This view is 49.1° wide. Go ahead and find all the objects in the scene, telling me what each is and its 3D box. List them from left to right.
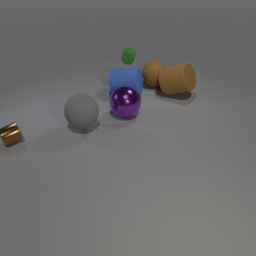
[{"bbox_3d":[-4.531,0.236,10.769,0.700,0.700,0.700,-30,42,-27],"label":"cylinder"},{"bbox_3d":[-1.869,-0.691,11.301,1.400,1.400,1.400,0,32,0],"label":"ball"},{"bbox_3d":[-0.118,-1.155,12.421,1.400,1.400,1.400,0,32,0],"label":"ball"},{"bbox_3d":[-0.078,-2.341,14.154,1.400,1.400,1.400,0,31,17],"label":"cylinder"},{"bbox_3d":[0.032,-3.775,14.690,0.700,0.700,0.700,4,33,6],"label":"cylinder"},{"bbox_3d":[1.458,-2.961,15.149,1.400,1.400,1.400,0,32,0],"label":"ball"},{"bbox_3d":[2.477,-2.450,14.057,1.400,1.400,1.400,-5,23,39],"label":"cylinder"}]
